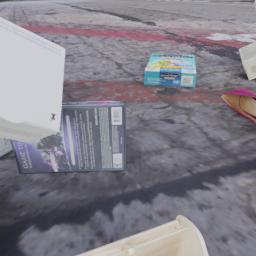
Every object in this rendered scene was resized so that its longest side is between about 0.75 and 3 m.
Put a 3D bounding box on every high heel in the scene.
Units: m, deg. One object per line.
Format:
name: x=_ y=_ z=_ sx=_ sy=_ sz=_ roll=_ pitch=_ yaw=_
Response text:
high heel: x=3.694 y=-0.432 z=8.118 sx=1.434 sy=1.005 sz=2.982 roll=7 pitch=17 yaw=3

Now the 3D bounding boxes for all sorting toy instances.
sorting toy: x=0.248 y=1.950 z=3.123 sx=1.989 sy=1.063 sz=1.791 roll=-12 pitch=1 yaw=-19

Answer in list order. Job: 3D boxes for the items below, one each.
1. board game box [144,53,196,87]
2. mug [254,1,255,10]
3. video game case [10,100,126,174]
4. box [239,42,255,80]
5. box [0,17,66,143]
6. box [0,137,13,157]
board game box: x=1.888 y=-2.597 z=12.243 sx=2.023 sy=0.629 sz=2.680 roll=5 pitch=30 yaw=9
mug: x=2.945 y=-2.002 z=4.611 sx=1.403 sy=1.182 sz=1.601 roll=38 pitch=16 yaw=2
video game case: x=-1.279 y=0.246 z=6.108 sx=2.458 sy=1.756 sz=0.233 roll=-1 pitch=32 yaw=-2
box: x=5.638 y=-3.060 z=12.422 sx=1.080 sy=0.884 sz=2.274 roll=-21 pitch=21 yaw=28
box: x=-2.019 y=-0.745 z=4.618 sx=1.063 sy=1.626 sz=1.617 roll=-16 pitch=-24 yaw=41
box: x=-3.695 y=-0.531 z=7.763 sx=2.560 sy=1.461 sz=2.784 roll=19 pitch=35 yaw=31
